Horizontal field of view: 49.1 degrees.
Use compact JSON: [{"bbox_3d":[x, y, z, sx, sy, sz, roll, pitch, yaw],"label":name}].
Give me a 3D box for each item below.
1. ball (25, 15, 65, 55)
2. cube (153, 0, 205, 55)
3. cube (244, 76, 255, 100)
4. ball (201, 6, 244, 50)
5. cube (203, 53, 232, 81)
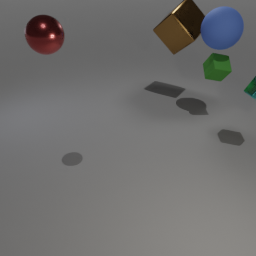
[{"bbox_3d":[-1.518,-1.700,5.128,0.700,0.700,0.700,0,29,0],"label":"ball"},{"bbox_3d":[2.196,-4.198,11.577,1.400,1.400,1.400,-50,14,-26],"label":"cube"},{"bbox_3d":[4.010,-1.111,8.260,0.700,0.700,0.700,31,19,-9],"label":"cube"},{"bbox_3d":[3.217,-3.408,9.609,1.400,1.400,1.400,0,29,0],"label":"ball"},{"bbox_3d":[3.263,-2.223,10.285,0.700,0.700,0.700,6,66,-16],"label":"cube"}]
